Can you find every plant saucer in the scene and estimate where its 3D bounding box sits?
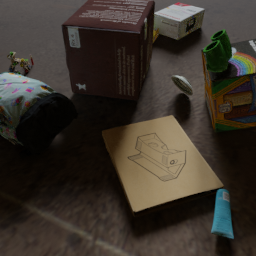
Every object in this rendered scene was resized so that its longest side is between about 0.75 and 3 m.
[{"bbox_3d":[1.765,-1.394,8.868,0.219,0.874,0.874,-46,53,-2],"label":"plant saucer"}]

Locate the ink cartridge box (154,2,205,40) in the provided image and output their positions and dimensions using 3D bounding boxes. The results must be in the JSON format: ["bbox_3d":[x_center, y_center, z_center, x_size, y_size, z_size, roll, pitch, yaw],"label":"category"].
[{"bbox_3d":[2.270,-4.910,12.768,1.491,0.847,2.045,31,51,30],"label":"ink cartridge box"}]

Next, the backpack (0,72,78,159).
[{"bbox_3d":[-2.783,-0.503,7.437,2.313,1.464,1.931,22,49,27],"label":"backpack"}]

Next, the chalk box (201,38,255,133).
[{"bbox_3d":[3.607,-1.266,7.591,2.864,1.775,1.788,-8,41,11],"label":"chalk box"}]

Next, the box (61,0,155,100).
[{"bbox_3d":[-0.473,-2.702,9.225,2.274,2.297,2.769,8,43,9],"label":"box"}]

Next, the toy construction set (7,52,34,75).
[{"bbox_3d":[-3.892,-2.447,10.136,0.788,0.726,0.944,25,47,25],"label":"toy construction set"}]

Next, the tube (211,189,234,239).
[{"bbox_3d":[1.952,1.746,5.769,0.414,0.270,1.070,5,38,16],"label":"tube"}]

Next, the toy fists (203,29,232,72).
[{"bbox_3d":[2.186,-1.808,6.774,0.465,0.689,1.351,-15,27,39],"label":"toy fists"}]

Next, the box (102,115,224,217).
[{"bbox_3d":[0.713,0.751,6.923,2.140,0.278,2.618,-13,43,-14],"label":"box"}]

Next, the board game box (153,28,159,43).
[{"bbox_3d":[0.502,-3.891,12.025,1.279,0.337,1.672,13,44,14],"label":"board game box"}]
